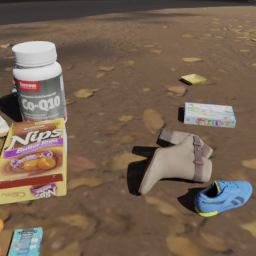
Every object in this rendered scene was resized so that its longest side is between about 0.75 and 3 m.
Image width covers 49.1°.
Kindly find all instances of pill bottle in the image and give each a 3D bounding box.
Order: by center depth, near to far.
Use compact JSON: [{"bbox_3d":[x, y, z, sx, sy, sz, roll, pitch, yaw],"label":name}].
[{"bbox_3d":[-3.167,-1.477,10.090,1.658,2.911,1.658,0,31,0],"label":"pill bottle"}]

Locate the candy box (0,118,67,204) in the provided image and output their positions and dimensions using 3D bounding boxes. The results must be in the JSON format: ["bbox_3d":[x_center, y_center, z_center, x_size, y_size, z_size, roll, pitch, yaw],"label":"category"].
[{"bbox_3d":[-2.743,0.802,8.335,1.745,0.844,2.991,-7,30,-9],"label":"candy box"}]

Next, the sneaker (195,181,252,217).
[{"bbox_3d":[2.498,1.623,7.098,1.832,0.718,0.604,-13,31,-23],"label":"sneaker"}]

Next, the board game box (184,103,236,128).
[{"bbox_3d":[3.171,-0.527,11.039,1.860,0.318,1.250,6,32,10],"label":"board game box"}]

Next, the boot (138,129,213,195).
[{"bbox_3d":[1.436,1.090,7.798,1.711,0.822,2.341,25,64,1],"label":"boot"}]

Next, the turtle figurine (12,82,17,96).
[{"bbox_3d":[-4.838,-2.081,13.219,1.258,0.846,1.680,-9,26,-15],"label":"turtle figurine"}]

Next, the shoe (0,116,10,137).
[{"bbox_3d":[-5.292,-0.302,10.308,2.550,0.681,0.892,21,37,31],"label":"shoe"}]

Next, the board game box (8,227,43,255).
[{"bbox_3d":[-2.208,2.549,6.044,0.591,0.184,0.782,-3,31,-5],"label":"board game box"}]

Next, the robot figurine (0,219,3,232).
[{"bbox_3d":[-3.553,2.253,5.161,2.839,1.655,2.042,20,60,27],"label":"robot figurine"}]

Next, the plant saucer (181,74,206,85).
[{"bbox_3d":[3.353,-2.454,14.347,0.937,0.227,0.937,-16,35,-24],"label":"plant saucer"}]
